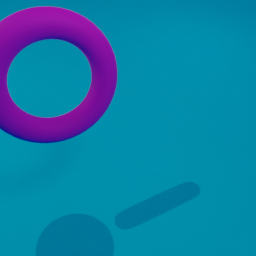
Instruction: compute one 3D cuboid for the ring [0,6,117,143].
[{"bbox_3d":[-0.979,-0.600,3.628,1.809,1.809,0.362,-21,37,-17],"label":"ring"}]
